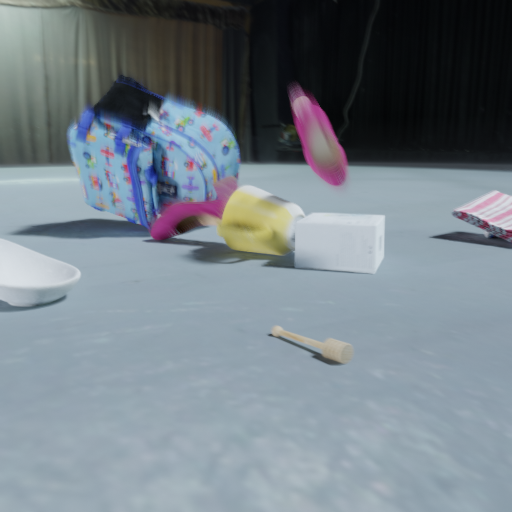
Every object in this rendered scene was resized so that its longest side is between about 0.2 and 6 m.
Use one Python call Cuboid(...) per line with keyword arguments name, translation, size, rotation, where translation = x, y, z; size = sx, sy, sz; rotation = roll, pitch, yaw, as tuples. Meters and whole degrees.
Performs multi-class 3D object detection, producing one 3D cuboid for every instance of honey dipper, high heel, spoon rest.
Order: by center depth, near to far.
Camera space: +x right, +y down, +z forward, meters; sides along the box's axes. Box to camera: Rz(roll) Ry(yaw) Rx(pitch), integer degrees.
Cuboid(name="honey dipper", translation=(0.504, 0.819, 5.398), size=(0.191, 0.191, 1.005), rotation=(-9, 12, -37))
Cuboid(name="spoon rest", translation=(-3.216, 0.170, 7.270), size=(2.246, 0.681, 1.116), rotation=(8, 14, 37))
Cuboid(name="high heel", translation=(1.125, -1.651, 8.962), size=(0.623, 1.849, 0.887), rotation=(-23, 41, 5))
Cuboid(name="high heel", translation=(-1.096, -0.594, 10.687), size=(2.129, 1.024, 0.718), rotation=(-31, -24, 23))

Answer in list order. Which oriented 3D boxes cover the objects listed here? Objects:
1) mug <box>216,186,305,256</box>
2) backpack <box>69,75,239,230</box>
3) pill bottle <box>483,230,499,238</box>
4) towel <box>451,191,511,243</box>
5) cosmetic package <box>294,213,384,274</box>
Cuboid(name="mug", translation=(0.143, -0.443, 9.656), size=(1.199, 1.169, 1.460), rotation=(17, 54, 34))
Cuboid(name="backpack", translation=(-2.011, -1.911, 11.932), size=(3.085, 2.817, 2.076), rotation=(22, 52, 10))
Cuboid(name="pill bottle", translation=(5.104, -0.593, 11.344), size=(0.850, 0.484, 0.484), rotation=(1, 12, 8))
Cuboid(name="towel", translation=(5.014, -0.769, 10.913), size=(1.390, 0.284, 1.900), rotation=(-23, 37, -28))
Cuboid(name="cosmetic package", translation=(1.367, -0.247, 9.022), size=(1.254, 0.771, 1.250), rotation=(2, 12, 18))
